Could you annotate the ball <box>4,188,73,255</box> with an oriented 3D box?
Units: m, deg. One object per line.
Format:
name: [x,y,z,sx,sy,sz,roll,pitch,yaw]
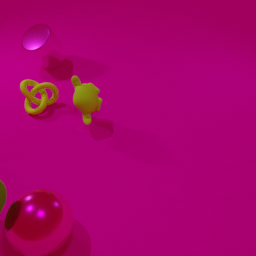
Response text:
ball: [-1.680,1.788,5.342,1.256,1.256,1.256,0,44,0]

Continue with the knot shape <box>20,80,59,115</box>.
knot shape: [-2.803,-1.043,8.556,1.074,0.530,1.147,47,71,-7]

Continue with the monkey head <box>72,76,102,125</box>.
monkey head: [-1.244,-0.771,7.758,0.964,1.340,0.807,-11,9,32]

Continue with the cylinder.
cylinder: [-2.993,-2.909,10.069,1.150,1.150,1.150,-7,67,16]

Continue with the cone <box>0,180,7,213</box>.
cone: [-3.394,1.126,5.255,1.528,1.522,1.522,32,52,30]
